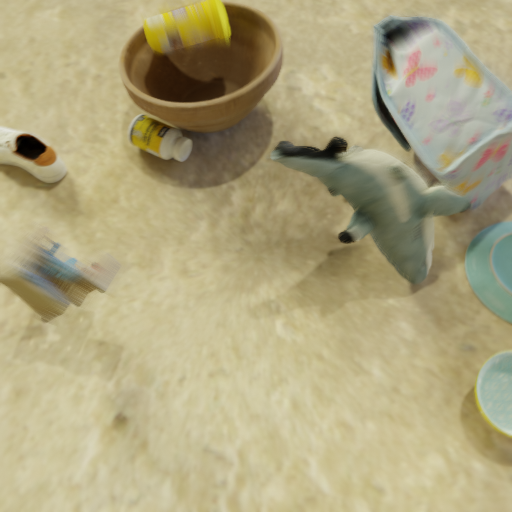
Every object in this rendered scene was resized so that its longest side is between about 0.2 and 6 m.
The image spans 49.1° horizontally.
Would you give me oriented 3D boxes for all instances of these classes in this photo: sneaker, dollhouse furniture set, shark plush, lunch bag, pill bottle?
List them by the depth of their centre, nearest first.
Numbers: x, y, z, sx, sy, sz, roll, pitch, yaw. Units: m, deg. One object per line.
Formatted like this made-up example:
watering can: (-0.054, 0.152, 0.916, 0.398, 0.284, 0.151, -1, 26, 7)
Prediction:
dollhouse furniture set: (-2.612, 0.092, 7.613, 1.341, 0.945, 0.940, -25, 29, 31)
shark plush: (1.692, -0.698, 7.911, 1.569, 3.454, 1.439, 25, 91, 41)
lunch bag: (3.068, -2.398, 9.221, 1.787, 2.384, 2.811, -36, 66, 21)
sneaker: (-4.347, -2.053, 10.105, 1.976, 0.836, 0.719, 22, 63, 14)
pill bottle: (-1.752, -2.136, 10.280, 1.081, 0.606, 0.606, 25, 62, 14)

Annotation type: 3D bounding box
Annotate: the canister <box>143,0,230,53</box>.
canister: (-1.238, -4.141, 10.133, 1.366, 1.015, 0.591, -12, 101, 10)

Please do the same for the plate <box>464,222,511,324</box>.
plate: (4.447, 0.231, 9.064, 2.048, 0.262, 2.048, 0, 58, 0)

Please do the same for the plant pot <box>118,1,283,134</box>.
plant pot: (-0.925, -3.296, 10.433, 2.966, 1.369, 2.966, -4, 57, 6)

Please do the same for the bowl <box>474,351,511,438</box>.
bowl: (3.582, 1.980, 7.758, 1.204, 0.648, 1.204, -3, 62, 5)
